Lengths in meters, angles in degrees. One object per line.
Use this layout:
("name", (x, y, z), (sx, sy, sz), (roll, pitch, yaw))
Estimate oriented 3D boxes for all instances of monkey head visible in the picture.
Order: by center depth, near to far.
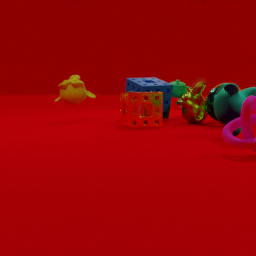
("monkey head", (2.591, -0.573, 6.674), (1.072, 1.490, 0.898), (-11, 34, 14))
("monkey head", (2.478, -0.856, 9.949), (1.389, 1.164, 1.931), (-45, -2, 18))
("monkey head", (-2.082, -1.463, 10.828), (1.621, 0.977, 1.166), (-5, 32, 7))

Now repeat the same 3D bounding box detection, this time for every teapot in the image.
("teapot", (2.075, -1.730, 12.091), (1.437, 0.704, 0.894), (16, 30, 28))

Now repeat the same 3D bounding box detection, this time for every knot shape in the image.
("knot shape", (2.268, -0.072, 4.995), (1.102, 1.031, 0.509), (5, -15, -1))

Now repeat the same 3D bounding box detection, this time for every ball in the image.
("ball", (3.133, -0.790, 9.105), (1.216, 1.216, 1.216), (0, 7, 0))

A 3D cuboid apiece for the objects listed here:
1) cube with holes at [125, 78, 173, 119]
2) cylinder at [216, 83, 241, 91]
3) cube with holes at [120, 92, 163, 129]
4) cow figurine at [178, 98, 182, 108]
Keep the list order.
("cube with holes", (0.791, -1.201, 11.325), (1.375, 1.375, 1.375), (-6, 24, -26))
("cylinder", (3.748, -1.054, 10.783), (1.232, 1.232, 1.232), (2, 3, 17))
("cube with holes", (0.405, -0.612, 9.180), (1.118, 1.118, 1.118), (-2, 7, -15))
("cow figurine", (2.636, -1.251, 12.898), (1.345, 0.750, 1.367), (-25, 4, -24))
